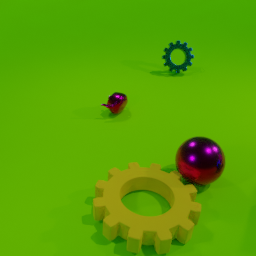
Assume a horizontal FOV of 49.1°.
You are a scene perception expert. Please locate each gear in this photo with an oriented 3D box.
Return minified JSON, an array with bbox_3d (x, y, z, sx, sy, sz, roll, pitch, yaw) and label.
[{"bbox_3d":[1.937,-2.759,10.905,1.211,1.211,0.224,-3,7,-5],"label":"gear"},{"bbox_3d":[0.330,1.349,5.117,1.899,0.351,1.899,3,31,-2],"label":"gear"}]

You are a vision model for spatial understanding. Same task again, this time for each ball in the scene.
[{"bbox_3d":[1.470,0.667,5.736,1.003,1.003,1.003,0,32,0],"label":"ball"}]

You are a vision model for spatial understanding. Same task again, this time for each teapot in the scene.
[{"bbox_3d":[-0.374,-0.759,8.261,0.540,0.686,1.103,35,36,13],"label":"teapot"}]
